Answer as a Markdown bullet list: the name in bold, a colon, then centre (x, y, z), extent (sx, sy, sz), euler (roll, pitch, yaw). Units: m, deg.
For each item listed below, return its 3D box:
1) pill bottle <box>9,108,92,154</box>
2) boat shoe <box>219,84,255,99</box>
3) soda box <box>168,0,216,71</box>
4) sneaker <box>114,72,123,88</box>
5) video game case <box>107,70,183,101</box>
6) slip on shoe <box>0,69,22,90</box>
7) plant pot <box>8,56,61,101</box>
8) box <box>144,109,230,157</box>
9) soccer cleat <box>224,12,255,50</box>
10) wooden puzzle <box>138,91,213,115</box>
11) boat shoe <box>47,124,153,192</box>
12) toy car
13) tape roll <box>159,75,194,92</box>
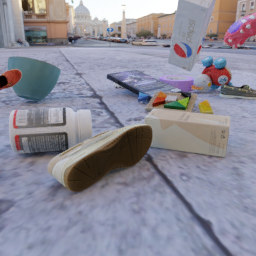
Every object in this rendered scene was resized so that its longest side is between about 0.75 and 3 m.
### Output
- **pill bottle**: centre (-1.725, 0.038, 6.434), extent (1.733, 0.987, 0.987), euler (-3, 19, -11)
- **boat shoe**: centre (4.744, -1.530, 11.608), extent (1.781, 0.532, 0.637), euler (3, 20, 9)
- **soda box**: centre (2.166, -3.370, 9.766), extent (1.013, 2.974, 0.947), euler (26, 66, 14)
- **sneaker**: centre (0.082, -2.236, 13.332), extent (1.878, 0.761, 0.706), euler (15, 23, 34)
- **video game case**: centre (0.712, -1.865, 12.057), extent (2.761, 0.262, 1.972), euler (32, 34, 34)
- **slip on shoe**: centre (-2.672, -1.045, 6.122), extent (0.297, 0.360, 0.971), euler (-12, 21, 34)
- **plant pot**: centre (-3.681, -1.782, 10.779), extent (1.957, 1.318, 1.957), euler (9, -4, 1)
- **box**: centre (1.393, 0.076, 6.676), extent (1.904, 0.740, 0.904), euler (7, 20, 17)
- **soccer cleat**: centre (3.417, -2.873, 7.731), extent (0.749, 0.858, 2.245), euler (21, -5, -9)
- **wooden puzzle**: centre (1.605, -0.973, 10.008), extent (2.755, 0.322, 1.858), euler (4, 29, 14)
- **boat shoe**: centre (-0.435, 0.429, 5.581), extent (0.782, 0.868, 2.407), euler (18, 32, 39)
- **toy car**: centre (3.601, -2.091, 12.516), extent (1.659, 1.529, 1.467), euler (-38, 32, -14)
- **tape roll**: centre (2.296, -2.123, 13.325), extent (1.631, 0.535, 1.631), euler (1, 19, 0)
